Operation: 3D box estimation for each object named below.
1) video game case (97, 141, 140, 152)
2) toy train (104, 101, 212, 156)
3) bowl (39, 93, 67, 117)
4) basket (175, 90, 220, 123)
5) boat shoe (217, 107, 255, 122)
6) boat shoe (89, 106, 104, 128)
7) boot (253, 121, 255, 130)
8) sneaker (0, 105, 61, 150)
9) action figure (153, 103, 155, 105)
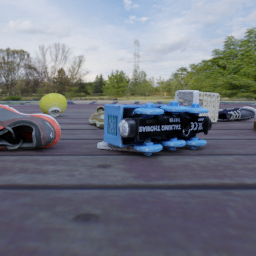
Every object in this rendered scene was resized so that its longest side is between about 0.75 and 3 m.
[{"bbox_3d":[0.033,0.405,7.321,1.209,0.157,1.328,3,7,21],"label":"video game case"},{"bbox_3d":[0.772,-0.096,6.868,2.745,1.190,1.568,-4,11,-35],"label":"toy train"},{"bbox_3d":[-4.294,-1.160,16.249,1.582,1.582,0.851,-3,51,-23],"label":"bowl"},{"bbox_3d":[3.236,-1.006,13.398,1.368,1.503,2.217,3,6,-12],"label":"basket"},{"bbox_3d":[5.132,-0.589,13.510,1.934,0.722,0.897,-5,10,32],"label":"boat shoe"},{"bbox_3d":[-1.130,-0.515,11.852,0.789,0.838,2.201,-3,8,-23],"label":"boat shoe"},{"bbox_3d":[4.900,-0.060,10.062,0.617,0.432,1.151,8,8,18],"label":"boot"},{"bbox_3d":[-3.157,0.029,6.936,2.821,1.087,1.155,1,14,14],"label":"sneaker"},{"bbox_3d":[0.992,-0.786,14.762,1.446,0.669,2.448,7,17,37],"label":"action figure"}]
